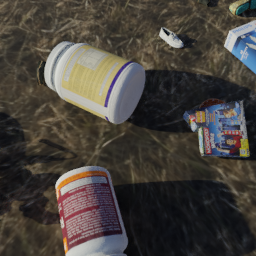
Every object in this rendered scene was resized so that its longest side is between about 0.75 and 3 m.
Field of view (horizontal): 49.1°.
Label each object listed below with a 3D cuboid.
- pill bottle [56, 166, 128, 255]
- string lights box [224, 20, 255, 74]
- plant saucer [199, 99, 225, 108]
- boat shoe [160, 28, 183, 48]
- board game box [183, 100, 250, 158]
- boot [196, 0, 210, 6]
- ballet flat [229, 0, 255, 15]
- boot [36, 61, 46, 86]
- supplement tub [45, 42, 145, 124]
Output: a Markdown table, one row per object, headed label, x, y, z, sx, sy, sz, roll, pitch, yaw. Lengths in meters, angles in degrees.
| label | x | y | z | sx | sy | sz | roll | pitch | yaw |
| --- | --- | --- | --- | --- | --- | --- | --- | --- | --- |
| pill bottle | -0.793 | 2.195 | 6.285 | 1.356 | 1.356 | 2.375 | -13 | 56 | -9 |
| string lights box | 4.806 | -2.634 | 9.887 | 1.307 | 0.750 | 2.544 | -26 | 60 | -16 |
| plant saucer | 2.674 | -0.404 | 8.635 | 1.040 | 0.168 | 1.040 | 1 | 70 | -2 |
| boat shoe | 1.652 | -3.444 | 10.669 | 1.105 | 0.361 | 0.407 | 37 | 63 | 21 |
| board game box | 2.491 | 0.025 | 8.112 | 1.705 | 0.526 | 1.706 | 2 | 70 | 0 |
| boot | 3.420 | -5.636 | 12.230 | 0.544 | 0.305 | 0.787 | 36 | 76 | 17 |
| ballet flat | 4.988 | -5.253 | 11.799 | 1.694 | 0.599 | 0.599 | -27 | 60 | -15 |
| boot | -2.730 | -1.934 | 9.657 | 0.760 | 0.426 | 1.099 | -1 | 57 | -7 |
| supplement tub | -0.978 | -1.419 | 8.415 | 2.563 | 1.863 | 1.863 | 26 | 60 | 16 |
